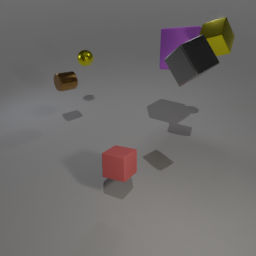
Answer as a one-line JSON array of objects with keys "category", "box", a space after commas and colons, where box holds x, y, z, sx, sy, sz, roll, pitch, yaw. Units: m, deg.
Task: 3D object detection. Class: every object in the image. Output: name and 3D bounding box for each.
[{"category": "cube", "box": [2.084, -2.805, 10.059, 1.400, 1.400, 1.400, 9, 14, 33]}, {"category": "cube", "box": [2.444, -2.479, 7.749, 0.700, 0.700, 0.700, -2, 55, 40]}, {"category": "cylinder", "box": [-2.411, -1.805, 10.856, 0.700, 0.700, 0.700, -18, 36, -34]}, {"category": "cube", "box": [-0.221, 0.944, 7.553, 0.700, 0.700, 0.700, 9, 19, 28]}, {"category": "cube", "box": [1.348, -1.427, 5.979, 0.700, 0.700, 0.700, -30, 0, -24]}, {"category": "ball", "box": [-1.831, -3.005, 12.050, 0.700, 0.700, 0.700, 0, 32, 0]}]
